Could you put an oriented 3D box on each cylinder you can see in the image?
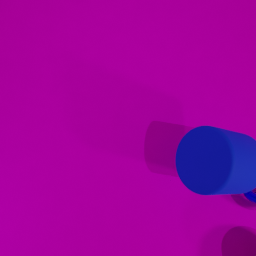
[{"bbox_3d":[1.899,0.688,5.770,1.334,1.334,1.334,10,73,-40],"label":"cylinder"}]

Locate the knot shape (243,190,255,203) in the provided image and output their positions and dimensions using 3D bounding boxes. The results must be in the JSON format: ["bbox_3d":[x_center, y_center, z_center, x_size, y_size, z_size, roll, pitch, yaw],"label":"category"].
[{"bbox_3d":[3.213,1.467,6.300,0.656,1.419,1.328,-11,71,-11],"label":"knot shape"}]
